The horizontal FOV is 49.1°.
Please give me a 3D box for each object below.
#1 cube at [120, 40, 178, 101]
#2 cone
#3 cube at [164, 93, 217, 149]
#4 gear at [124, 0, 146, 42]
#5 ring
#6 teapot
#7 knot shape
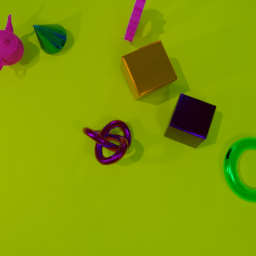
[{"bbox_3d":[0.548,-1.598,8.018,1.174,1.174,1.174,-25,91,-4],"label":"cube"},{"bbox_3d":[-2.488,-2.815,8.252,0.982,0.986,0.982,-2,84,18],"label":"cone"},{"bbox_3d":[1.709,-0.173,7.862,1.030,1.030,1.030,21,72,5],"label":"cube"},{"bbox_3d":[0.233,-3.256,8.215,0.260,1.406,1.406,19,82,-5],"label":"gear"},{"bbox_3d":[3.542,1.163,7.908,1.855,0.371,1.855,2,79,-13],"label":"ring"},{"bbox_3d":[-3.590,-2.442,8.165,1.050,0.827,1.689,11,79,-14],"label":"teapot"},{"bbox_3d":[-0.626,0.306,7.857,1.398,0.690,1.494,22,40,4],"label":"knot shape"}]
